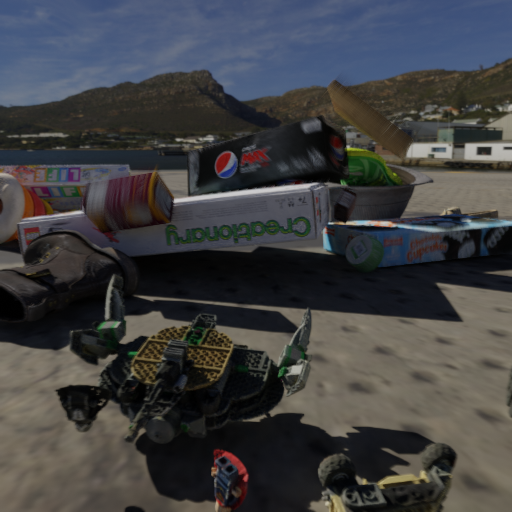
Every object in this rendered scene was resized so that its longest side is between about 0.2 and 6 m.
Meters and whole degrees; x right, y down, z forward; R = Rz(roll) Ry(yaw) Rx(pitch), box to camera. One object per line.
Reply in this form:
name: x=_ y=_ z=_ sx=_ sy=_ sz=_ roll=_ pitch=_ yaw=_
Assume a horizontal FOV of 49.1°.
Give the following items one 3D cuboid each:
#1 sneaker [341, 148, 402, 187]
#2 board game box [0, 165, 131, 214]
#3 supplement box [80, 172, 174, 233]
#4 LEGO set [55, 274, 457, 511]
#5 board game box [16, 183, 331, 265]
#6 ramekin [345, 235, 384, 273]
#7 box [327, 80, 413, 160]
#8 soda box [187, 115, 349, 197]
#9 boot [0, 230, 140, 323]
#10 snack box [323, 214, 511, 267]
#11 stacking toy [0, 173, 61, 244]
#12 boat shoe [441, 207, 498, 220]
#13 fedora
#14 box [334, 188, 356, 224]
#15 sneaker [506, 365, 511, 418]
sneaker: x=2.360 y=-1.545 z=12.225 sx=1.032 sy=1.165 sz=2.787 roll=9 pitch=-10 yaw=44
board game box: x=-4.566 y=-1.395 z=13.507 sx=3.170 sy=0.543 sz=2.131 roll=-2 pitch=-24 yaw=-7
supplement box: x=-1.839 y=-0.758 z=8.060 sx=1.137 sy=0.487 sz=0.627 roll=-7 pitch=-34 yaw=16
LEGO set: x=-0.268 y=1.080 z=3.813 sx=2.012 sy=0.878 sz=3.099 roll=-6 pitch=26 yaw=-20
board game box: x=-1.178 y=-0.620 z=9.925 sx=4.808 sy=0.832 sz=3.035 roll=-5 pitch=7 yaw=12
ramekin: x=1.765 y=-0.054 z=9.223 sx=0.296 sy=0.606 sz=0.606 roll=28 pitch=-10 yaw=-39
box: x=2.081 y=-2.405 z=10.190 sx=1.694 sy=0.220 sz=2.072 roll=39 pitch=10 yaw=7
soda box: x=0.176 y=-1.832 z=11.219 sx=3.196 sy=1.012 sz=1.131 roll=-7 pitch=-7 yaw=32
boot: x=-2.949 y=0.237 z=7.344 sx=2.383 sy=0.825 sz=2.075 roll=10 pitch=14 yaw=32
snack box: x=3.162 y=-0.360 z=10.815 sx=3.252 sy=0.603 sz=1.889 roll=-5 pitch=11 yaw=-22
stacking toy: x=-5.112 y=-0.850 z=12.585 sx=1.552 sy=1.552 sz=2.124 roll=6 pitch=-7 yaw=26
boat shoe: x=4.719 y=-0.864 z=13.393 sx=1.993 sy=0.647 sz=0.719 roll=3 pitch=11 yaw=15
fedora: x=2.485 y=-1.245 z=13.038 sx=2.867 sy=1.464 sz=3.242 roll=-7 pitch=20 yaw=-17
box: x=1.633 y=-0.910 z=10.315 sx=0.285 sy=0.380 sz=0.760 roll=26 pitch=-11 yaw=14
sneaker: x=2.506 y=0.953 z=3.555 sx=1.300 sy=1.146 sz=2.917 roll=11 pitch=20 yaw=7
